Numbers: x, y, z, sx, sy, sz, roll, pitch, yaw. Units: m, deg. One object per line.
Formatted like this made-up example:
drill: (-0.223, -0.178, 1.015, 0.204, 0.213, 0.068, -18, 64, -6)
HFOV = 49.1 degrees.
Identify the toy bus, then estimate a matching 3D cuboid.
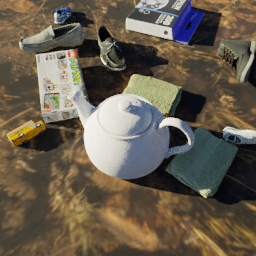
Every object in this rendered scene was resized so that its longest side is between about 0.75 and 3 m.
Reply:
toy bus: (-3.147, 0.119, 8.719, 1.087, 0.354, 0.426, -34, 58, -23)

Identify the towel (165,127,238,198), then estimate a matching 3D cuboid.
towel: (2.182, 0.918, 8.077, 1.490, 0.366, 2.008, 31, 58, 21)

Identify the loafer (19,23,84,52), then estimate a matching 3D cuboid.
loafer: (-3.115, -3.734, 11.387, 2.617, 0.913, 0.915, -15, 53, -12)

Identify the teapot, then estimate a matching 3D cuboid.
teapot: (0.017, 0.000, 7.788, 2.676, 1.954, 2.641, -18, 54, -15)

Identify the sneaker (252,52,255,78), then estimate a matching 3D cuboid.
sneaker: (5.250, -2.491, 10.612, 0.779, 0.737, 1.928, 15, 58, -2)

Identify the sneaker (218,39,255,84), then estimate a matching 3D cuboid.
sneaker: (3.980, -2.542, 10.563, 1.326, 0.933, 2.496, 14, 44, 17)

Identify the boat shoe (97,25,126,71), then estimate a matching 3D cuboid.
boat shoe: (-0.707, -3.133, 11.024, 0.834, 0.785, 2.321, -15, 55, -13)

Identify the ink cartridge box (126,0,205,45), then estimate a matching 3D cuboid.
ink cartridge box: (1.772, -5.084, 12.653, 2.892, 0.627, 2.864, 20, 54, 13)

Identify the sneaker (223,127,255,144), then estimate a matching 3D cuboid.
sneaker: (3.457, 0.314, 8.408, 1.181, 0.451, 0.475, 7, 27, 8)

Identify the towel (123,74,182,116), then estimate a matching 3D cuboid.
towel: (0.822, -1.145, 9.714, 1.949, 0.355, 1.446, 18, 55, 12)

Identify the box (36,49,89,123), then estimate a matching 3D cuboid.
box: (-2.304, -1.563, 9.803, 1.557, 0.491, 2.830, -10, 57, -9)

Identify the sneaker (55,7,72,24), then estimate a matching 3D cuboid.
sneaker: (-2.976, -5.301, 12.879, 0.471, 0.524, 1.273, 12, 51, 12)
